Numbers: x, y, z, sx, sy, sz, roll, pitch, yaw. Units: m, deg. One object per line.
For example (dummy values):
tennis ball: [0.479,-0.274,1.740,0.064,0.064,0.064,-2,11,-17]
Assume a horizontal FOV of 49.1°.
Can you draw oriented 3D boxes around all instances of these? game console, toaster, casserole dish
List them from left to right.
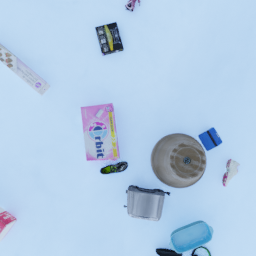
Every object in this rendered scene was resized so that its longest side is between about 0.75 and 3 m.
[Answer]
toaster: [0.729,2.919,10.917,1.765,1.003,1.140,8,88,2]
casserole dish: [2.378,4.100,10.677,1.747,0.339,1.058,-23,110,1]
game console: [3.427,0.455,11.642,0.653,0.452,0.765,-25,84,-34]

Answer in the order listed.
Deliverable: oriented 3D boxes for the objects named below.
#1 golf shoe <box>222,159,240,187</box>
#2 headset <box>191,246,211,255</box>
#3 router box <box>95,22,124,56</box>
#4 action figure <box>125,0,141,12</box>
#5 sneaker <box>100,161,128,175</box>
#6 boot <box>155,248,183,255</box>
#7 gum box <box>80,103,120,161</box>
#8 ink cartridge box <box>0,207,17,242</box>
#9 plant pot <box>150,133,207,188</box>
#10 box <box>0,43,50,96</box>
golf shoe: [4.173,1.849,11.319,0.534,0.439,1.167,19,85,-1]
headset: [2.778,5.224,10.862,0.760,0.578,1.230,30,74,4]
router box: [-0.795,-3.809,11.981,0.968,0.322,1.231,-14,84,-2]
action figure: [0.204,-5.502,12.022,0.629,0.699,0.939,34,99,9]
sneaker: [-0.558,1.649,11.296,1.192,0.494,0.423,-14,85,-1]
boot: [1.604,5.264,10.952,1.157,0.428,0.948,8,85,-2]
gum box: [-1.103,0.244,11.312,1.304,0.760,2.298,-7,84,-1]
ink cartridge box: [-6.030,3.602,10.771,2.600,1.097,1.882,36,85,4]
plant pot: [2.042,1.215,10.623,2.253,1.955,2.253,0,83,0]
box: [-4.586,-2.538,11.708,2.987,0.619,0.578,40,85,5]
